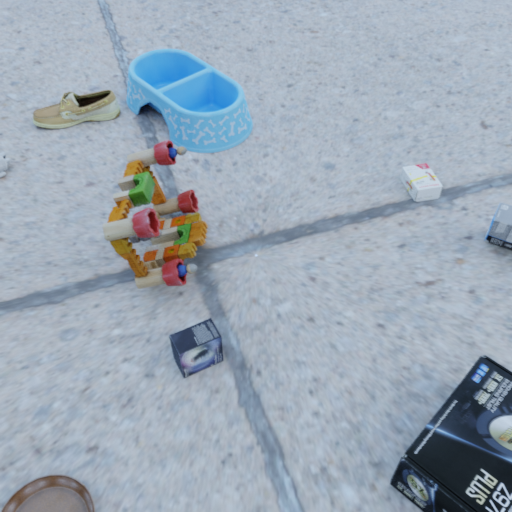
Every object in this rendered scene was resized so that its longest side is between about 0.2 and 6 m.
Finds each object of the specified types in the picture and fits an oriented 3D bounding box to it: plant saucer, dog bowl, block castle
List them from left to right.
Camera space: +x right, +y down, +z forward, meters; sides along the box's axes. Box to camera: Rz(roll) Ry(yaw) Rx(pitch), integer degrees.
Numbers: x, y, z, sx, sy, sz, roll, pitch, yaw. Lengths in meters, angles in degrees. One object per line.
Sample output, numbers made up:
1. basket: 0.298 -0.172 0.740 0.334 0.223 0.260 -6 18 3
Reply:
1. plant saucer: -2.820 3.639 7.552 1.321 0.228 1.321 0 47 0
2. block castle: -1.700 -0.763 10.288 1.208 1.721 2.576 -12 41 12
3. dog bowl: -1.753 -4.009 13.995 2.161 0.961 3.877 -33 55 -26

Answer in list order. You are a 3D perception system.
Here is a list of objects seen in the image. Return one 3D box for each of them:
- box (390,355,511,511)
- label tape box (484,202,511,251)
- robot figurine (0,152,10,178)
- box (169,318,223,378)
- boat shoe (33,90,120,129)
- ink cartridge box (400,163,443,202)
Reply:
1. box: 3.300 2.815 7.786 1.840 0.967 2.247 36 57 28
2. label tape box: 5.168 -0.416 10.644 1.379 0.988 0.456 23 73 19
3. robot figurine: -5.916 -2.022 12.520 0.805 0.455 0.683 -39 92 -30
4. box: -0.960 1.512 9.125 0.745 0.751 0.463 -21 51 -17
5. boat shoe: -4.493 -3.709 13.879 2.132 0.708 0.789 -14 49 -12
6. ink cartridge box: 3.597 -1.606 12.219 0.600 0.345 0.827 -10 49 -9
